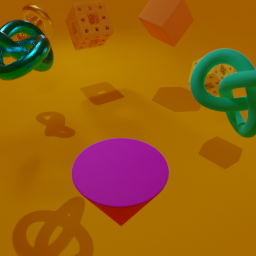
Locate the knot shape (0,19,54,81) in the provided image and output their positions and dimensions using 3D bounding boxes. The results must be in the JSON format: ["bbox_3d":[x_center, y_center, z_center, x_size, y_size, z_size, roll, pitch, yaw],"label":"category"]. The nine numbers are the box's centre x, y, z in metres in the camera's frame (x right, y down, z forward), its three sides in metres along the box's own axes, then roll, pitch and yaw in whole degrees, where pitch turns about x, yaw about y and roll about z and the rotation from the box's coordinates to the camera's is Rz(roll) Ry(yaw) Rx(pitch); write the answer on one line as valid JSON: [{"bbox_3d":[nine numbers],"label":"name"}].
[{"bbox_3d":[-2.034,-1.419,5.080,1.742,0.805,1.630,-4,34,-37],"label":"knot shape"}]

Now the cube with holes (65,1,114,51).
[{"bbox_3d":[-1.440,-3.737,10.312,1.190,1.190,1.190,-18,0,-26],"label":"cube with holes"}]

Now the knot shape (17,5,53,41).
[{"bbox_3d":[-2.783,-2.936,8.395,0.762,1.544,1.650,-6,64,-33],"label":"knot shape"}]

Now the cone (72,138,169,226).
[{"bbox_3d":[-0.095,0.943,3.701,1.160,1.164,1.160,0,36,0],"label":"cone"}]

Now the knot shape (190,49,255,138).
[{"bbox_3d":[1.543,-0.481,3.649,0.591,1.278,1.196,-49,19,-30],"label":"knot shape"}]

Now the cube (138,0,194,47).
[{"bbox_3d":[1.351,-3.852,9.888,1.212,1.212,1.212,38,94,34],"label":"cube"}]

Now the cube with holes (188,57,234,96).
[{"bbox_3d":[2.225,-1.401,7.509,0.782,0.782,0.782,-18,45,49],"label":"cube with holes"}]
